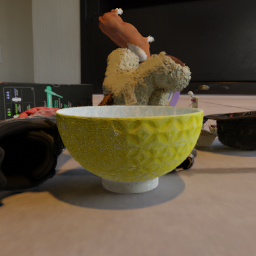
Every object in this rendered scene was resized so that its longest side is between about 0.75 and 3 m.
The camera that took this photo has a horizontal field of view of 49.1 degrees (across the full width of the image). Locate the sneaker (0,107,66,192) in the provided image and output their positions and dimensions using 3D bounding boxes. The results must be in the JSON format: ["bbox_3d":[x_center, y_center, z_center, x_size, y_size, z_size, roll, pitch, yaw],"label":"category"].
[{"bbox_3d":[-1.314,0.238,3.927,1.275,0.922,2.609,3,11,23],"label":"sneaker"}]

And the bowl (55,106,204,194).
[{"bbox_3d":[0.032,0.245,3.614,1.841,0.991,1.841,-1,8,0],"label":"bowl"}]

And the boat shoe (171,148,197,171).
[{"bbox_3d":[0.872,0.516,4.363,0.808,0.292,0.292,-20,25,-40],"label":"boat shoe"}]

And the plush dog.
[{"bbox_3d":[0.391,-0.600,7.052,2.509,2.013,2.155,21,-16,46],"label":"plush dog"}]

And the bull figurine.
[{"bbox_3d":[0.127,-3.308,10.566,0.917,2.817,1.710,-39,17,31],"label":"bull figurine"}]

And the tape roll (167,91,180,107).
[{"bbox_3d":[1.258,-1.652,12.502,2.128,2.128,0.698,-4,11,-26],"label":"tape roll"}]

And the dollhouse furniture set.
[{"bbox_3d":[1.870,-0.264,6.557,1.252,1.122,1.580,1,9,-5],"label":"dollhouse furniture set"}]

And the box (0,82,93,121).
[{"bbox_3d":[-2.081,-0.315,6.109,2.179,1.355,1.619,-7,11,-41],"label":"box"}]

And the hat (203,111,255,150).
[{"bbox_3d":[2.458,0.045,5.790,1.973,0.796,1.973,-4,1,0],"label":"hat"}]
